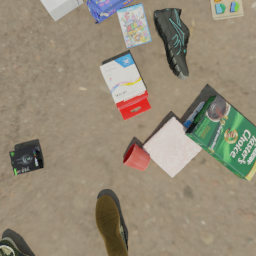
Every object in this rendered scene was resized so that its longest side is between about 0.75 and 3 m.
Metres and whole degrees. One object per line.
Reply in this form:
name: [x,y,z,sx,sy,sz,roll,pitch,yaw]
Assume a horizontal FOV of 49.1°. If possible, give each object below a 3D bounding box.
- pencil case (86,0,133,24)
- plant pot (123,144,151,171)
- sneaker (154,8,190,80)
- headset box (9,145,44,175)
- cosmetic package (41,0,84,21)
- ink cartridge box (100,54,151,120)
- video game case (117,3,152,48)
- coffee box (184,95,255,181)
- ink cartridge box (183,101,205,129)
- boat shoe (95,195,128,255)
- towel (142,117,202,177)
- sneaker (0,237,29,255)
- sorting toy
pencil case: [-0.475,-5.029,10.963,2.324,0.907,1.009,-30,55,-2]
plant pot: [0.360,1.163,10.592,0.804,0.909,0.909,32,86,-9]
sneaker: [1.932,-3.309,10.784,1.147,1.091,2.893,-18,86,-3]
headset box: [-3.921,1.234,10.733,1.087,0.504,0.946,-14,86,-1]
cosmetic package: [-2.771,-5.302,11.020,1.427,0.877,1.422,-34,86,-2]
ink cartridge box: [-0.054,-1.543,10.803,1.281,0.741,2.205,-25,87,-2]
video game case: [0.256,-4.016,11.042,1.055,0.131,1.474,-18,103,-7]
coffee box: [3.758,0.378,10.323,2.992,0.658,1.840,39,81,-12]
ink cartridge box: [2.835,-0.275,10.833,0.884,0.510,1.219,39,86,2]
boat shoe: [-0.600,3.784,10.394,0.923,0.817,2.522,-15,71,0]
towel: [1.706,0.735,10.712,1.672,0.282,1.750,44,100,2]
sneaker: [-4.115,4.897,10.274,1.949,0.875,0.654,42,87,3]
sorting toy: [3.984,-5.108,11.325,1.272,0.251,1.374,-8,86,-1]
